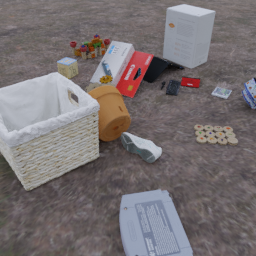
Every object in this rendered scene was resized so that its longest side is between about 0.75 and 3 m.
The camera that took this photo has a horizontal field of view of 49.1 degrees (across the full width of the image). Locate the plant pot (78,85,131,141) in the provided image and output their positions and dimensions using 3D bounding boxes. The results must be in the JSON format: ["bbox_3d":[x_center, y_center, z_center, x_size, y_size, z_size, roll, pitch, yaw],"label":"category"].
[{"bbox_3d":[-0.798,-0.424,10.452,1.936,1.936,1.355,-22,57,-27],"label":"plant pot"}]

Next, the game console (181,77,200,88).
[{"bbox_3d":[3.235,-2.343,14.481,0.921,0.547,0.794,9,68,13],"label":"game console"}]

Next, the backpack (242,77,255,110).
[{"bbox_3d":[5.588,-1.526,12.291,1.012,1.251,1.313,-29,25,22],"label":"backpack"}]

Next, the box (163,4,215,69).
[{"bbox_3d":[3.431,-5.285,16.118,1.561,2.936,2.235,-28,45,-34],"label":"box"}]

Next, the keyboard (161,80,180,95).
[{"bbox_3d":[2.094,-2.078,14.065,0.954,0.155,1.501,8,36,12],"label":"keyboard"}]

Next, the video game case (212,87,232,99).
[{"bbox_3d":[4.550,-1.713,13.599,0.746,0.096,0.821,20,40,25],"label":"video game case"}]

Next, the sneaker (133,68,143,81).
[{"bbox_3d":[-0.234,-3.235,14.909,2.536,1.039,0.929,24,42,30],"label":"sneaker"}]

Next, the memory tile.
[{"bbox_3d":[3.371,0.252,10.829,1.530,0.128,1.173,3,36,4],"label":"memory tile"}]

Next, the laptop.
[{"bbox_3d":[1.515,-3.339,15.837,2.193,1.278,2.474,33,22,37],"label":"laptop"}]

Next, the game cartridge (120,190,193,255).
[{"bbox_3d":[0.611,2.664,7.223,1.592,0.483,2.388,-3,36,-11],"label":"game cartridge"}]

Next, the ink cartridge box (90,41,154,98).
[{"bbox_3d":[-0.292,-2.946,13.777,2.280,0.579,2.588,19,74,25],"label":"ink cartridge box"}]

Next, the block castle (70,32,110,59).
[{"bbox_3d":[-2.361,-5.257,17.700,2.273,1.066,1.519,-28,45,-34],"label":"block castle"}]

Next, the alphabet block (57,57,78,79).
[{"bbox_3d":[-3.243,-3.237,15.101,0.801,0.816,0.797,21,40,26],"label":"alphabet block"}]

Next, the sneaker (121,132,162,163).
[{"bbox_3d":[0.453,0.637,9.999,1.681,0.591,0.674,32,37,28],"label":"sneaker"}]

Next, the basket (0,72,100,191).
[{"bbox_3d":[-2.829,-0.001,9.251,2.948,2.371,2.921,-24,42,-31],"label":"basket"}]

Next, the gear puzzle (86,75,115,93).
[{"bbox_3d":[-1.283,-1.526,12.587,1.375,0.348,2.654,2,47,13],"label":"gear puzzle"}]
